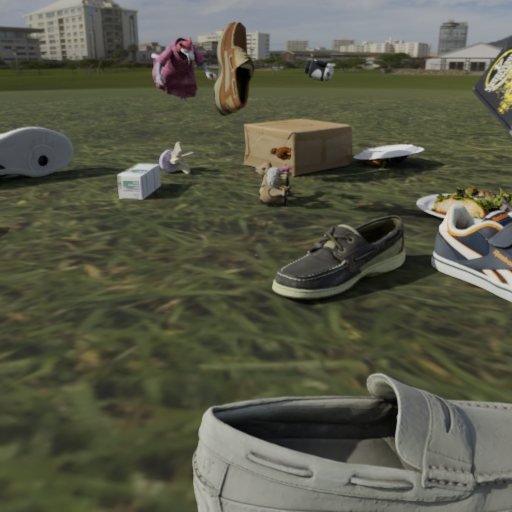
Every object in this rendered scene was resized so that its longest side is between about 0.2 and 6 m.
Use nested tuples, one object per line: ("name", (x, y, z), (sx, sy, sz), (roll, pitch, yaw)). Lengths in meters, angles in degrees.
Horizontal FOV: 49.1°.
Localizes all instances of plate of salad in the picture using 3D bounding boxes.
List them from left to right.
("plate of salad", (3.519, -2.641, 14.892), (1.832, 0.440, 1.832), (-8, 14, 2))
("plate of salad", (3.996, -0.983, 10.316), (1.999, 0.480, 1.999), (-1, 20, 0))

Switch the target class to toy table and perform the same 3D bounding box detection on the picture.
("toy table", (-1.945, -2.396, 13.857), (0.501, 0.786, 0.855), (-5, 33, 35))

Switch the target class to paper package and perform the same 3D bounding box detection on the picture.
("paper package", (1.057, -2.864, 14.525), (2.127, 1.100, 2.028), (-17, 26, -37))

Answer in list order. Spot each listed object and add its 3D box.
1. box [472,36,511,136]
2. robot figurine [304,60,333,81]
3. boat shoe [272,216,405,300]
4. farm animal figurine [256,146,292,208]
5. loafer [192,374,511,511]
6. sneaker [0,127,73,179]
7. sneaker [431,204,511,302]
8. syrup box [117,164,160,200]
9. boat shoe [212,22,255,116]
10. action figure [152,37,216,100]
("box", (4.377, -2.967, 7.497), (0.715, 2.910, 2.346), (24, 32, -15))
("robot figurine", (1.121, -3.308, 9.996), (0.510, 0.318, 0.383), (18, 17, 8))
("boat shoe", (1.136, -0.052, 7.367), (2.306, 0.758, 0.824), (-16, 25, -36))
("farm animal figurine", (0.319, -1.490, 11.172), (0.695, 1.333, 1.318), (5, 49, 7))
("loafer", (0.948, 1.243, 3.583), (2.684, 0.937, 0.939), (-4, 21, -11))
("sneaker", (-6.211, -2.475, 13.324), (1.810, 1.182, 3.236), (18, 28, 39))
("sneaker", (3.280, 0.002, 6.998), (0.944, 0.955, 2.406), (-14, 26, -36))
("syrup box", (-2.468, -1.592, 11.909), (0.505, 0.522, 1.282), (2, 19, 8))
("boat shoe", (-0.375, -4.001, 12.011), (0.755, 2.043, 0.773), (0, -9, 35))
("action figure", (-1.146, -3.056, 8.787), (0.895, 0.994, 1.336), (-1, -17, -18))
